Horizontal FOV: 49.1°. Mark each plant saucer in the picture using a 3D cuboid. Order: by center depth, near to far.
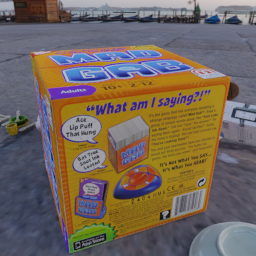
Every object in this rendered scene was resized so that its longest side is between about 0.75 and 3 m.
[{"bbox_3d":[1.647,1.765,3.838,1.582,0.397,1.582,-3,25,1],"label":"plant saucer"}]

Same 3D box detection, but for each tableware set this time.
[{"bbox_3d":[-3.695,-0.147,7.951,1.967,0.302,1.325,11,31,33],"label":"tableware set"}]

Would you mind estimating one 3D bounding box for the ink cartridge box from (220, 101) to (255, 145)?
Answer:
[{"bbox_3d":[2.760,-0.079,6.425,1.630,0.946,0.553,16,70,30],"label":"ink cartridge box"}]

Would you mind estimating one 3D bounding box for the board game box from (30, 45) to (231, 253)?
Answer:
[{"bbox_3d":[-0.184,0.056,4.998,2.495,2.492,2.493,-9,29,-20],"label":"board game box"}]

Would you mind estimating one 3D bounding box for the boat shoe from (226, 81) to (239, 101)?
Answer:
[{"bbox_3d":[2.859,-1.344,10.193,2.245,0.829,0.831,-3,11,-9],"label":"boat shoe"}]

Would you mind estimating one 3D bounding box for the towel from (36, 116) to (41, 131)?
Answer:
[{"bbox_3d":[-1.045,-0.903,7.917,2.516,0.425,2.634,5,59,9],"label":"towel"}]

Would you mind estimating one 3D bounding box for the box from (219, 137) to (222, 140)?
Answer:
[{"bbox_3d":[1.983,0.212,7.495,0.754,0.199,0.968,21,29,37],"label":"box"}]
